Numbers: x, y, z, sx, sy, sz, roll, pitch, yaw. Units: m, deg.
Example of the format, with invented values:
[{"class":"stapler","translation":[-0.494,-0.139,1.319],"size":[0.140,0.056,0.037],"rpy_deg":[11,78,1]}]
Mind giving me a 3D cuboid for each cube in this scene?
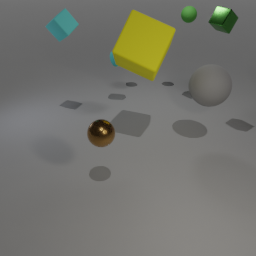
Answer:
[{"class":"cube","translation":[-2.330,-3.633,9.917],"size":[0.700,0.700,0.700],"rpy_deg":[-8,43,49]},{"class":"cube","translation":[0.474,-2.478,8.665],"size":[1.400,1.400,1.400],"rpy_deg":[25,-1,3]},{"class":"cube","translation":[3.764,-4.262,11.055],"size":[0.700,0.700,0.700],"rpy_deg":[17,16,-45]}]

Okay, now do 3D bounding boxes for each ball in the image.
[{"class":"ball","translation":[2.714,-5.052,12.465],"size":[0.700,0.700,0.700],"rpy_deg":[0,29,0]},{"class":"ball","translation":[-0.665,0.131,6.964],"size":[0.700,0.700,0.700],"rpy_deg":[0,29,0]},{"class":"ball","translation":[2.746,-1.416,9.380],"size":[1.400,1.400,1.400],"rpy_deg":[0,29,0]}]

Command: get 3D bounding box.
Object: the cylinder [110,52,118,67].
[{"class":"cylinder","translation":[-0.321,-3.095,12.242],"size":[0.700,0.700,0.700],"rpy_deg":[-9,22,30]}]
